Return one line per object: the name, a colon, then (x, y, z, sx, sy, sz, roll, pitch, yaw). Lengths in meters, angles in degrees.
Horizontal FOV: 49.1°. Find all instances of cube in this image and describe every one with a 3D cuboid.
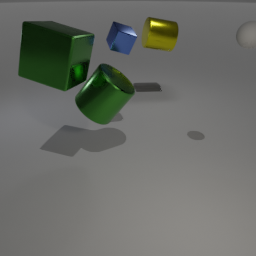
cube: (-1.892, -1.977, 7.525, 1.400, 1.400, 1.400, 19, 25, 8)
cube: (-0.224, -2.945, 9.199, 0.700, 0.700, 0.700, 8, 41, -27)

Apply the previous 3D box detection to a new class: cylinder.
cylinder: (-0.728, -1.061, 8.860, 1.400, 1.400, 1.400, 34, 26, -19)
cylinder: (1.495, -4.444, 13.346, 1.400, 1.400, 1.400, 5, 26, -13)

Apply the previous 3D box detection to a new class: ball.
ball: (3.209, -2.442, 7.348, 0.700, 0.700, 0.700, 0, 28, 0)
